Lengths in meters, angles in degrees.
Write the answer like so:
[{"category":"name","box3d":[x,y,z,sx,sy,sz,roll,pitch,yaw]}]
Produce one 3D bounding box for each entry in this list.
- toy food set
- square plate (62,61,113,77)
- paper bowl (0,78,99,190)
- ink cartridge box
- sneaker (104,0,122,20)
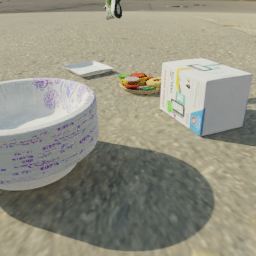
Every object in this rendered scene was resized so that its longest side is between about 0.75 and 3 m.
[{"category":"toy food set","box3d":[0.511,-1.652,10.149,1.707,0.419,1.724,-16,31,-29]},{"category":"square plate","box3d":[-1.753,-2.559,12.165,1.664,0.237,1.648,-19,33,-33]},{"category":"paper bowl","box3d":[-1.987,0.103,5.474,2.828,1.471,2.828,0,27,0]},{"category":"ink cartridge box","box3d":[1.983,-0.936,7.579,1.438,1.445,1.969,-11,28,-21]},{"category":"sneaker","box3d":[-0.573,-4.169,9.237,0.607,1.369,0.527,-10,-18,31]}]
